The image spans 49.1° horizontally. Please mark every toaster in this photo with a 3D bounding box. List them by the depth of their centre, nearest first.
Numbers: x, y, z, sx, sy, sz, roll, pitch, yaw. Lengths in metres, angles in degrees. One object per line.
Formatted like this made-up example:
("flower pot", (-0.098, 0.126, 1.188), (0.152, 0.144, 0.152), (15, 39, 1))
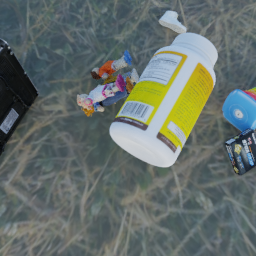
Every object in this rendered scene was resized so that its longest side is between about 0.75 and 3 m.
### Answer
("toaster", (-4.037, -0.654, 7.372), (1.767, 2.693, 2.978), (22, 70, 11))

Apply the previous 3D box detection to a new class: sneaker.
("sneaker", (1.662, -3.713, 9.701), (1.025, 0.378, 0.592), (31, 76, 12))

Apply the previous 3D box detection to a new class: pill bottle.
("pill bottle", (0.873, -0.660, 6.012), (1.499, 1.499, 2.744), (28, 74, 10))

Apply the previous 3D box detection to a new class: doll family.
("doll family", (-0.563, -1.025, 8.003), (1.600, 1.161, 2.577), (-22, 29, 22))

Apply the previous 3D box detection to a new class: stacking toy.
("stacking toy", (3.942, -0.834, 8.358), (2.052, 1.191, 1.126), (-29, 58, -24))

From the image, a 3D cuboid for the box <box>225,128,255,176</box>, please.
("box", (3.253, 0.675, 7.832), (0.856, 0.248, 1.078), (-28, 109, -11))
